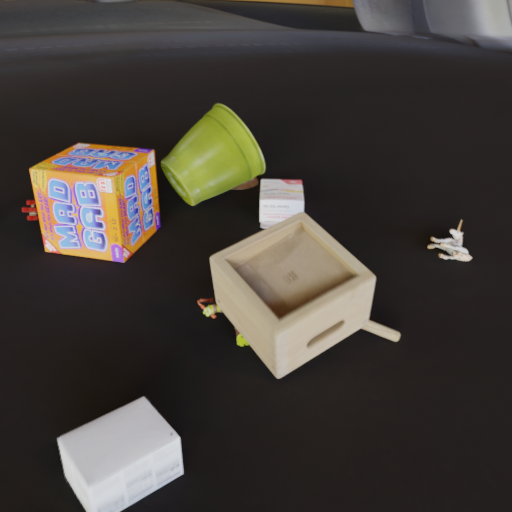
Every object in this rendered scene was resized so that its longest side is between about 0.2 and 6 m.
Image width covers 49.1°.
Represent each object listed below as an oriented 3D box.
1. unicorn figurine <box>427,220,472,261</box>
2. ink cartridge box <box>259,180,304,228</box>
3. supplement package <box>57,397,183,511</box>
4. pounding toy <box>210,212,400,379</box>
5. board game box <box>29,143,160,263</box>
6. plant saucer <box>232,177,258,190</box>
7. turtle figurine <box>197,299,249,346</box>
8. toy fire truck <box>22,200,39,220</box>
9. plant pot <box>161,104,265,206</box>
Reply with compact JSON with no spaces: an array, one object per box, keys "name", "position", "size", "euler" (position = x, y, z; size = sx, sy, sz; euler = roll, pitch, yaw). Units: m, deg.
[{"name":"unicorn figurine","position":[3.892,-0.211,11.162],"size":[0.820,0.441,1.193],"euler":[4,41,-15]},{"name":"ink cartridge box","position":[0.578,-1.198,12.768],"size":[0.996,0.577,1.710],"euler":[1,28,1]},{"name":"supplement package","position":[-1.510,2.245,6.271],"size":[1.085,0.602,0.845],"euler":[-20,34,-34]},{"name":"pounding toy","position":[0.786,0.650,8.286],"size":[2.147,1.526,1.977],"euler":[-27,51,-21]},{"name":"board game box","position":[-3.159,-1.129,11.355],"size":[1.768,1.766,1.767],"euler":[7,29,13]},{"name":"plant saucer","position":[-0.499,-2.036,14.735],"size":[1.114,0.192,1.114],"euler":[2,29,-1]},{"name":"turtle figurine","position":[-0.136,0.890,8.931],"size":[1.424,0.459,1.148],"euler":[2,33,-26]},{"name":"toy fire truck","position":[-4.849,-1.042,12.728],"size":[0.796,0.446,0.668],"euler":[-2,4,-5]},{"name":"plant pot","position":[-1.122,-2.185,13.081],"size":[1.878,1.951,1.951],"euler":[-39,40,-12]}]
